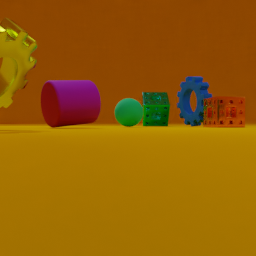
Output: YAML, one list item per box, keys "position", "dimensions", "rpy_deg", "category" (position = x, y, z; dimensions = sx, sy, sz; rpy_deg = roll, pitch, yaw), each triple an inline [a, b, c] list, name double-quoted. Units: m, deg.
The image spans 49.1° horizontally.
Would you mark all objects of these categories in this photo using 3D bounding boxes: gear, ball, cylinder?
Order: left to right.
- position: [-2.132, -0.774, 4.214]
  dimensions: [0.331, 1.789, 1.789]
  rpy_deg: [38, 4, 4]
  category: "gear"
- position: [-1.467, -0.632, 7.136]
  dimensions: [1.144, 1.144, 1.144]
  rpy_deg: [-8, 5, -38]
  category: "cylinder"
- position: [0.025, -0.452, 8.234]
  dimensions: [0.842, 0.842, 0.842]
  rpy_deg: [0, 1, 0]
  category: "ball"
- position: [2.380, -0.972, 10.218]
  dimensions: [0.331, 1.788, 1.788]
  rpy_deg: [-4, 2, -20]
  category: "gear"

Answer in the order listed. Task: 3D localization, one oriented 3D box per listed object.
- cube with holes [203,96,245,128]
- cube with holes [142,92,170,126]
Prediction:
- position: [2.957, -0.476, 8.683]
  dimensions: [0.910, 0.910, 0.910]
  rpy_deg: [0, 1, -10]
  category: "cube with holes"
- position: [1.128, -0.789, 11.650]
  dimensions: [1.039, 1.039, 1.039]
  rpy_deg: [0, 36, 0]
  category: "cube with holes"
